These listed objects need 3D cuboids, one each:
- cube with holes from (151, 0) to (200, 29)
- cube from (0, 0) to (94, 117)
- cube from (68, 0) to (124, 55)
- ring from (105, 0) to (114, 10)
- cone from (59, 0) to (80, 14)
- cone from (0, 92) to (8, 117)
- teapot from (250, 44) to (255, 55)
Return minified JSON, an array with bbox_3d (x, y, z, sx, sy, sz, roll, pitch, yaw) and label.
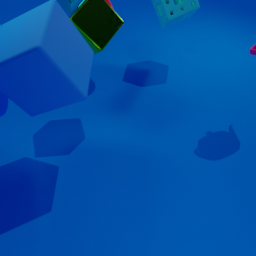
[{"bbox_3d":[1.523,-4.104,9.200,1.071,1.071,1.071,-23,7,-1],"label":"cube with holes"},{"bbox_3d":[-1.670,-1.295,5.462,1.394,1.394,1.394,-15,51,22],"label":"cube"},{"bbox_3d":[-0.909,-2.466,6.785,0.993,0.993,0.993,-56,26,-15],"label":"cube"},{"bbox_3d":[-0.696,-3.638,8.646,0.224,1.122,1.122,-31,53,-8],"label":"ring"},{"bbox_3d":[-1.707,-4.439,9.230,1.002,0.998,0.998,-32,55,-17],"label":"cone"},{"bbox_3d":[-3.390,-0.767,5.343,1.529,1.523,1.523,-14,48,-1],"label":"cone"},{"bbox_3d":[3.677,-2.236,6.690,1.923,1.196,0.942,-34,36,-14],"label":"teapot"}]
